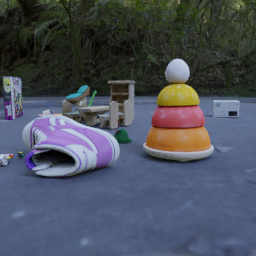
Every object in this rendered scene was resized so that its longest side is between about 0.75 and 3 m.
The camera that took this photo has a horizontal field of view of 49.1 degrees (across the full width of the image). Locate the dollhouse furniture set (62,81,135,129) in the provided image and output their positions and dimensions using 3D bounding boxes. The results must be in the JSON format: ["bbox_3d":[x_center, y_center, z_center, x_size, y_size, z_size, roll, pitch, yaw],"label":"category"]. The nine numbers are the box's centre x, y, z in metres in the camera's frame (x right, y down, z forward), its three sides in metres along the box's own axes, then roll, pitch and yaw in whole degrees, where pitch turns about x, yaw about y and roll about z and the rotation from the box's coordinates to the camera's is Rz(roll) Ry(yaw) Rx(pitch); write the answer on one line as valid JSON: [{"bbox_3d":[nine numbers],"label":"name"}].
[{"bbox_3d":[-0.975,-1.142,12.316,2.650,1.877,2.885,5,10,35],"label":"dollhouse furniture set"}]

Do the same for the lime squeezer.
[{"bbox_3d":[-2.678,-1.047,15.817,2.583,0.912,0.487,-29,19,16],"label":"lime squeezer"}]

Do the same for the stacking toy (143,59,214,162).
[{"bbox_3d":[1.186,-0.453,6.493,1.633,2.234,1.633,1,9,0],"label":"stacking toy"}]

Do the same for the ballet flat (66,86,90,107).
[{"bbox_3d":[-2.028,-1.250,11.661,0.555,0.592,1.637,-1,26,17],"label":"ballet flat"}]

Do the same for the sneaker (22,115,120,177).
[{"bbox_3d":[-1.674,0.321,5.733,2.688,0.974,1.532,6,13,35],"label":"sneaker"}]

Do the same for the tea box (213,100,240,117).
[{"bbox_3d":[5.379,-1.073,15.464,1.326,0.886,1.305,2,7,14],"label":"tea box"}]

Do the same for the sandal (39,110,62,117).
[{"bbox_3d":[-4.293,-0.831,15.593,1.318,0.378,0.505,-2,8,-14],"label":"sandal"}]

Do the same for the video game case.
[{"bbox_3d":[-6.057,-1.613,14.858,0.424,2.147,2.368,-1,8,-8],"label":"video game case"}]

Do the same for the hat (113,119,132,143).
[{"bbox_3d":[-0.196,0.048,8.290,0.685,0.728,0.827,-4,9,-26],"label":"hat"}]

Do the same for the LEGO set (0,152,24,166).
[{"bbox_3d":[-2.929,0.605,6.064,1.211,0.297,0.904,-1,12,-7],"label":"LEGO set"}]
